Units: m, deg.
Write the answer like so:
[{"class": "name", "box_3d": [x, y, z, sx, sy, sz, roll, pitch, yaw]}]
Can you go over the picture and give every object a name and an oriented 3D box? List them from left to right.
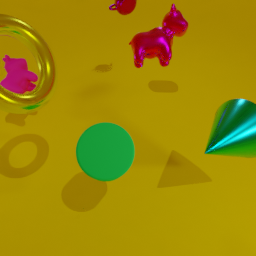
[{"class": "cow figurine", "box_3d": [-3.218, -1.409, 7.920, 1.392, 0.777, 1.415, 24, 48, 10]}, {"class": "ring", "box_3d": [-1.820, -1.020, 4.505, 0.324, 1.621, 1.621, -12, 30, 36]}, {"class": "cylinder", "box_3d": [-0.382, 0.447, 4.823, 0.930, 0.930, 0.930, 1, 79, -4]}, {"class": "teapot", "box_3d": [-0.084, -3.996, 8.840, 1.176, 0.731, 0.576, -31, 54, -10]}, {"class": "cow figurine", "box_3d": [0.529, -1.610, 4.904, 1.051, 0.577, 1.034, -3, 84, 0]}, {"class": "cone", "box_3d": [1.836, 0.234, 5.323, 1.283, 1.278, 1.278, -25, 46, -35]}]
